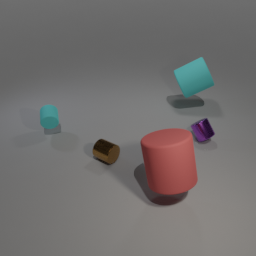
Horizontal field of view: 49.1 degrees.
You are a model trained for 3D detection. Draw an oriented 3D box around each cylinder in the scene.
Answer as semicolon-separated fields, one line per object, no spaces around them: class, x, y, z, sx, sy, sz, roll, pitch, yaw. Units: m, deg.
cylinder;3.006;-2.286;12.780;1.400;1.400;1.400;-24;26;17
cylinder;-3.104;-0.442;11.048;0.700;0.700;0.700;-7;47;-12
cylinder;2.879;0.069;10.782;0.700;0.700;0.700;-28;2;1
cylinder;-0.755;0.806;9.773;0.700;0.700;0.700;21;37;31
cylinder;1.140;0.884;7.740;1.400;1.400;1.400;-10;17;3
